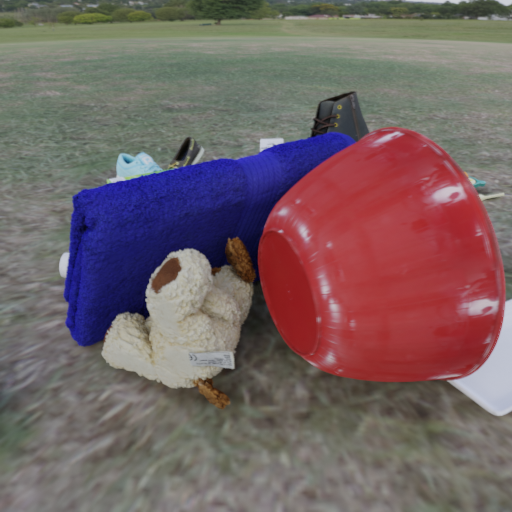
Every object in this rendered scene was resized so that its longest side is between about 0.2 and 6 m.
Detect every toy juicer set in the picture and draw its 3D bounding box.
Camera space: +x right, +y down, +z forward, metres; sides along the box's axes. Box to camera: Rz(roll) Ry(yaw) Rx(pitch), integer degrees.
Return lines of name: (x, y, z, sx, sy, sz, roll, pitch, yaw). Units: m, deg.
toy juicer set: (4.638, -1.649, 12.903, 1.136, 0.486, 1.786, -23, 35, -38)

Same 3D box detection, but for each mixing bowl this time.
mixing bowl: (1.073, 0.197, 6.454, 1.668, 3.080, 3.080, -16, 30, -20)

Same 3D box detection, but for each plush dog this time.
plush dog: (-0.633, 0.773, 7.044, 1.687, 2.102, 1.806, 42, 38, -3)

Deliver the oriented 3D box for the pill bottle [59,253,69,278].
pill bottle: (-2.618, 0.195, 9.030, 0.979, 0.545, 0.545, 6, 27, 3)

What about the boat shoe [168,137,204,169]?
boat shoe: (-1.697, -1.969, 12.340, 0.543, 0.458, 1.523, -2, 51, 41)

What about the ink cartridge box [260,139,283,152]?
ink cartridge box: (0.390, -2.071, 13.120, 0.579, 1.026, 1.398, -2, 28, 2)

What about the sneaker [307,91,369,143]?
sneaker: (1.303, -2.299, 11.754, 1.087, 1.544, 2.906, 6, 36, 45)

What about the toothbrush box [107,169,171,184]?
toothbrush box: (-1.665, -0.816, 10.682, 1.693, 1.001, 2.326, -14, 31, -25)

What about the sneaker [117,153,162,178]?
sneaker: (-2.565, -1.962, 13.143, 2.016, 0.826, 0.745, 15, 32, 28)

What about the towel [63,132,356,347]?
towel: (-0.698, -0.354, 7.754, 3.987, 2.944, 0.988, -20, 62, -33)

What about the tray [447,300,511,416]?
tray: (3.474, 1.239, 7.367, 2.853, 0.316, 1.532, -15, 30, -27)
